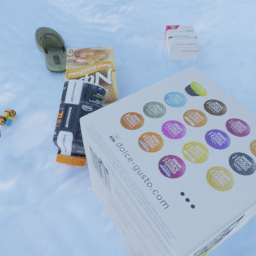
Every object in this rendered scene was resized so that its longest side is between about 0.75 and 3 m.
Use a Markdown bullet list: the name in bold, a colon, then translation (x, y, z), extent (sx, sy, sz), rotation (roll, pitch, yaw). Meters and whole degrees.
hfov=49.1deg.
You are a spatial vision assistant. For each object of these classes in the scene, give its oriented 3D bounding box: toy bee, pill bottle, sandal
- **toy bee**: translation (-3.777, -0.263, 8.540), extent (0.687, 0.571, 1.050), rotation (-4, 51, -5)
- **pill bottle**: translation (-1.351, -0.086, 7.588), extent (1.178, 1.178, 2.218), rotation (9, 84, 7)
- **sandal**: translation (-2.883, -3.171, 10.738), extent (1.076, 0.773, 2.710), rotation (-20, 54, -15)

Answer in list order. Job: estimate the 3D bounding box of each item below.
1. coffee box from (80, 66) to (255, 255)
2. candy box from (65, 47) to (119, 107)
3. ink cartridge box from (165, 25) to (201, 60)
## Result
- **coffee box**: translation (1.036, 1.043, 5.944), extent (2.898, 2.931, 2.926), rotation (-26, 57, -20)
- **candy box**: translation (-1.217, -1.555, 9.414), extent (1.656, 0.793, 2.869), rotation (-4, 51, -3)
- **ink cartridge box**: translation (2.104, -3.352, 10.967), extent (1.118, 0.642, 1.539), rotation (-1, 51, -1)
